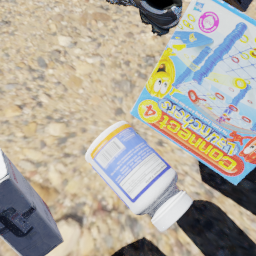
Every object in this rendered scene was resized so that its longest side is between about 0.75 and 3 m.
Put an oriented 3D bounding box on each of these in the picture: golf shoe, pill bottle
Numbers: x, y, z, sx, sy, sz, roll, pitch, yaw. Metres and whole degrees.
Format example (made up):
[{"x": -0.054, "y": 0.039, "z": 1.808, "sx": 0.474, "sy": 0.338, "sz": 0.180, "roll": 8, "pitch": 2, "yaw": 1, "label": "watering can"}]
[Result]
[{"x": 0.164, "y": -3.099, "z": 6.060, "sx": 2.464, "sy": 1.164, "sz": 0.958, "roll": 30, "pitch": 80, "yaw": -6, "label": "golf shoe"}, {"x": 0.221, "y": 0.889, "z": 5.168, "sx": 1.088, "sy": 1.088, "sz": 1.941, "roll": -40, "pitch": 76, "yaw": -20, "label": "pill bottle"}]

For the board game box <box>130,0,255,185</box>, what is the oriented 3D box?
[{"x": 1.818, "y": -0.670, "z": 5.450, "sx": 2.759, "sy": 2.702, "sz": 0.771, "roll": 34, "pitch": 35, "yaw": 7, "label": "board game box"}]

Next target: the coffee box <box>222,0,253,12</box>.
[{"x": 2.529, "y": -4.031, "z": 7.643, "sx": 0.740, "sy": 1.854, "sz": 1.048, "roll": -59, "pitch": 32, "yaw": 8, "label": "coffee box"}]

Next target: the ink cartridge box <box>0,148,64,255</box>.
[{"x": -1.885, "y": 1.276, "z": 4.656, "sx": 0.691, "sy": 1.629, "sz": 1.186, "roll": -34, "pitch": 31, "yaw": -16, "label": "ink cartridge box"}]
